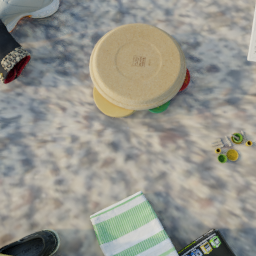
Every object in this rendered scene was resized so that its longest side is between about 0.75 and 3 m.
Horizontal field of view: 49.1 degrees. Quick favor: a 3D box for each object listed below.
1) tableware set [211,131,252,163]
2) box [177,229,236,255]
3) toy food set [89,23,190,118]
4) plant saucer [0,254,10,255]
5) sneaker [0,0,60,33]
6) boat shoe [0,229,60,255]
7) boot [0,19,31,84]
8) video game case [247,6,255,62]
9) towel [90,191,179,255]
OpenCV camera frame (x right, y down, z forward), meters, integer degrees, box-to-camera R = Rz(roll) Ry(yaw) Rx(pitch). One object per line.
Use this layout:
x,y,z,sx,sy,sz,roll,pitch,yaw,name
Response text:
2.584,0.472,6.913,0.967,0.148,0.651,-19,74,-6,tableware set
1.612,3.389,5.831,1.865,0.443,1.801,-29,72,-9,box
0.296,-1.570,7.307,2.569,0.631,2.595,-8,73,-3,toy food set
-2.257,3.659,5.201,2.856,0.692,2.857,13,89,-6,plant saucer
-3.311,-3.411,7.557,2.764,1.272,1.047,-29,74,-8,sneaker
-2.513,2.874,5.832,2.207,0.732,0.825,-25,75,-7,boat shoe
-3.668,-1.774,7.232,2.124,0.777,1.599,-44,92,7,boot
3.560,-2.066,4.700,2.645,2.918,0.522,17,67,26,video game case
0.126,2.453,6.008,1.443,0.221,1.892,-25,59,-8,towel
